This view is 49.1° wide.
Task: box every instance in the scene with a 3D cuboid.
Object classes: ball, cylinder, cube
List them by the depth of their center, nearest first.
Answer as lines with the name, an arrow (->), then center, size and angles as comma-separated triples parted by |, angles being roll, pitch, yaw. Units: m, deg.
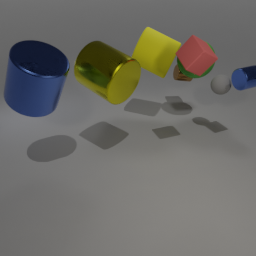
cylinder -> -2.332, -1.232, 7.104 | 1.400, 1.400, 1.400 | 16, 44, -17
cube -> 1.890, -1.990, 7.740 | 0.700, 0.700, 0.700 | 9, 47, -42
cylinder -> -0.581, -1.593, 8.061 | 1.400, 1.400, 1.400 | 34, 42, 26
cylinder -> 3.824, -1.608, 8.981 | 0.700, 0.700, 0.700 | -14, 32, -19
ball -> 3.279, -1.528, 9.886 | 0.700, 0.700, 0.700 | 0, 29, 0
cylinder -> 1.025, -2.767, 10.340 | 1.400, 1.400, 1.400 | 27, 32, 1
ball -> 2.543, -2.569, 10.472 | 1.400, 1.400, 1.400 | 0, 29, 0
cylinder -> 2.434, -2.412, 12.279 | 0.700, 0.700, 0.700 | 4, 28, -14
